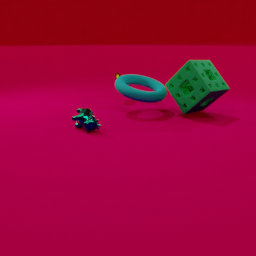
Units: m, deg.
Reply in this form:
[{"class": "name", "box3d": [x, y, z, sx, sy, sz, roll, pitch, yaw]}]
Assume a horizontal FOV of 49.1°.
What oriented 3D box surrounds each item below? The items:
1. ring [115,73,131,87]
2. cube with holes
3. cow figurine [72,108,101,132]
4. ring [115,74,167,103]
[{"class": "ring", "box3d": [-0.166, -1.937, 12.286, 0.234, 1.170, 1.170, -37, 14, 12]}, {"class": "cube with holes", "box3d": [2.484, -1.481, 10.096, 1.341, 1.341, 1.341, -13, 67, -43]}, {"class": "cow figurine", "box3d": [-1.242, -0.276, 8.734, 0.969, 0.541, 0.985, -5, 38, 18]}, {"class": "ring", "box3d": [0.490, -1.497, 10.451, 1.981, 0.396, 1.981, 10, 29, -6]}]
